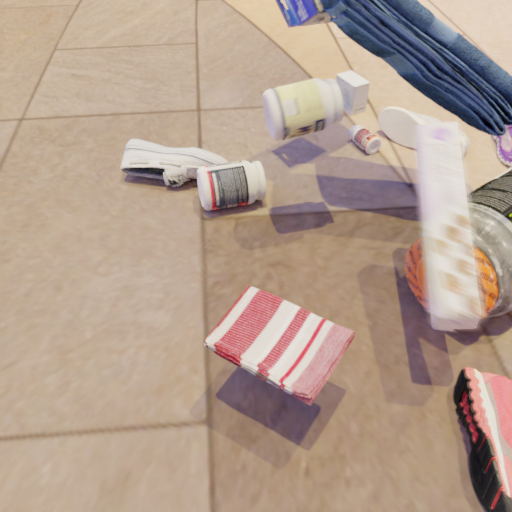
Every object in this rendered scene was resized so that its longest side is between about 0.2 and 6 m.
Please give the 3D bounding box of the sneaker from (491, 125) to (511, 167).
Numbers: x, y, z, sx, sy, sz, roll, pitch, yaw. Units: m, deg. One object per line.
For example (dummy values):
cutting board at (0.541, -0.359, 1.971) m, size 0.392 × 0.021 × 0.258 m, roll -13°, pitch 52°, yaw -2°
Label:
sneaker at (5.743, -2.640, 12.403) m, size 0.718 × 0.789 × 1.785 m, roll 3°, pitch 44°, yaw 1°

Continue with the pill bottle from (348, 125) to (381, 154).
pill bottle at (2.450, -2.648, 12.680) m, size 0.415 × 0.415 × 0.757 m, roll -20°, pitch 47°, yaw -20°

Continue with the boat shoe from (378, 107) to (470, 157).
boat shoe at (3.825, -2.855, 12.709) m, size 2.124 × 0.765 × 0.728 m, roll 25°, pitch 36°, yaw 27°

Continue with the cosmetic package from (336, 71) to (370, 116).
cosmetic package at (2.363, -4.051, 13.910) m, size 0.482 × 0.785 × 0.782 m, roll -20°, pitch 46°, yaw -20°

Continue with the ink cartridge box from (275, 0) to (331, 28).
ink cartridge box at (1.198, -4.837, 10.289) m, size 2.117 × 0.415 × 1.053 m, roll -27°, pitch 91°, yaw -36°

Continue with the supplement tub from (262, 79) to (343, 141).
supplement tub at (0.752, -2.392, 9.099) m, size 1.157 × 0.839 × 0.839 m, roll -15°, pitch 44°, yaw -5°

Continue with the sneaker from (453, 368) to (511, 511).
sneaker at (3.190, 2.312, 7.093) m, size 0.915 × 0.778 × 2.111 m, roll 3°, pitch 43°, yaw 2°

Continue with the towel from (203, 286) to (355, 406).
towel at (0.276, 1.023, 6.924) m, size 1.571 × 0.179 × 1.132 m, roll 24°, pitch 53°, yaw 23°

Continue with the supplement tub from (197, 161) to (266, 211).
supplement tub at (-0.494, -1.395, 10.996) m, size 1.237 × 0.868 × 0.868 m, roll -10°, pitch 44°, yaw -10°

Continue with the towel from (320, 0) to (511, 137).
towel at (2.705, -3.352, 9.313) m, size 3.646 × 0.885 × 2.035 m, roll 31°, pitch 15°, yaw -13°

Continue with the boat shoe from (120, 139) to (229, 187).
boat shoe at (-1.693, -1.782, 11.625) m, size 2.295 × 0.844 × 0.766 m, roll 11°, pitch 71°, yaw 13°

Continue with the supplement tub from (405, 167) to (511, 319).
supplement tub at (3.952, -0.242, 9.025) m, size 3.052 × 1.870 × 1.870 m, roll -28°, pitch 50°, yaw -28°

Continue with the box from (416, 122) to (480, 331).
box at (2.580, -0.467, 7.651) m, size 0.571 × 0.612 × 2.951 m, roll -3°, pitch 65°, yaw 13°
